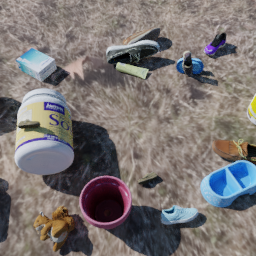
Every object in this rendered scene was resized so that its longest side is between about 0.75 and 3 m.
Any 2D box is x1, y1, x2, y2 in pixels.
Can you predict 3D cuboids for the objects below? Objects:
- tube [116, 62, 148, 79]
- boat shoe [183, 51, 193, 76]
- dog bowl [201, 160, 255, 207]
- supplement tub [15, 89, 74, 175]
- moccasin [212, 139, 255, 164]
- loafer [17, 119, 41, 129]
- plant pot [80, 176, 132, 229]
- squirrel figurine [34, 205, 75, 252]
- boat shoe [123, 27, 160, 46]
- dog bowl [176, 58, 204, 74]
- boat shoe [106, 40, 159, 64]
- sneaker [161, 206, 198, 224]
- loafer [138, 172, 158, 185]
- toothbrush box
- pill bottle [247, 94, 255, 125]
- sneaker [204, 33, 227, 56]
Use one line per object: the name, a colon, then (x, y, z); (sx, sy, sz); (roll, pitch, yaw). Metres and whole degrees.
tube: (0.188, -2.835, 13.758); (1.531, 0.444, 0.397); (16, 19, 8)
boat shoe: (2.821, -2.978, 13.217); (0.487, 1.354, 0.439); (0, 50, 12)
dog bowl: (3.796, 1.956, 10.216); (2.313, 0.573, 1.289); (-20, 57, -14)
supplement tub: (-3.137, 0.116, 10.594); (2.041, 2.041, 2.808); (-8, 56, -6)
moccasin: (4.435, 0.893, 10.757); (2.335, 0.901, 0.854); (19, 57, 13)
loafer: (-3.313, -0.161, 9.377); (0.830, 0.316, 0.280); (-3, 65, 11)
plant pot: (-0.678, 2.597, 9.215); (1.623, 1.453, 1.623); (-1, 55, 1)
squirrel figurine: (-2.460, 3.193, 9.314); (1.148, 0.870, 1.230); (22, 43, 27)
boat shoe: (0.717, -4.850, 14.870); (2.309, 0.874, 0.829); (-31, 59, -22)
dog bowl: (3.020, -3.068, 13.704); (1.328, 0.740, 0.329); (4, 44, 3)
boat shoe: (0.266, -3.650, 14.012); (2.706, 0.957, 0.861); (-9, 55, 3)
sneaker: (1.760, 2.874, 9.498); (1.309, 0.536, 0.484); (-12, 22, -9)
loafer: (0.708, 1.870, 10.456); (0.815, 0.310, 0.275); (-15, 54, -22)
toothbrush box: (-4.475, -3.119, 13.741); (1.543, 0.658, 1.129); (28, 59, 18)
pill bottle: (5.891, -1.234, 11.229); (1.408, 2.578, 1.408); (0, 55, 0)
sneaker: (4.576, -4.465, 14.593); (0.577, 0.825, 1.659); (38, 62, 23)
